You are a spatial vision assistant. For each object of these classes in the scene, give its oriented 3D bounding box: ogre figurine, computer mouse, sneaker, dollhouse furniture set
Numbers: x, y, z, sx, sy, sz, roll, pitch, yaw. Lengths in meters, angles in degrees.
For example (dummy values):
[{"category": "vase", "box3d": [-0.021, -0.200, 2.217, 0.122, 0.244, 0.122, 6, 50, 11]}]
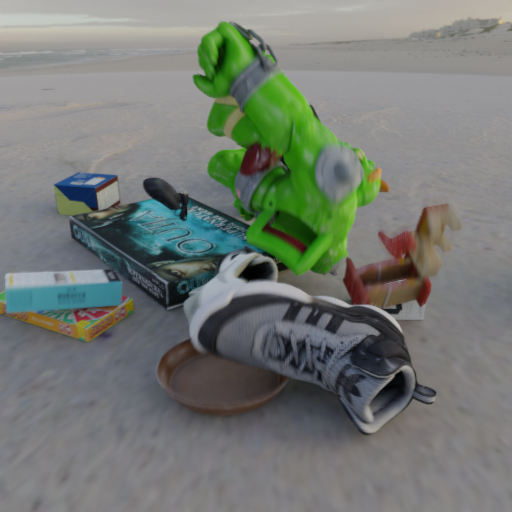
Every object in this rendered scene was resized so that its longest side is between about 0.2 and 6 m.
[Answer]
[{"category": "ogre figurine", "box3d": [0.457, -1.227, 9.176, 2.321, 4.730, 2.836, -32, 66, -31]}, {"category": "computer mouse", "box3d": [-1.773, -1.263, 11.375, 1.130, 0.298, 0.782, 32, 40, -33]}, {"category": "sneaker", "box3d": [-0.084, 0.382, 8.631, 1.173, 0.982, 2.650, -31, 9, 20]}, {"category": "dollhouse furniture set", "box3d": [2.010, 0.001, 8.114, 1.103, 2.050, 0.834, -11, 54, -9]}, {"category": "sneaker", "box3d": [0.748, 1.209, 6.753, 2.974, 1.122, 1.692, 9, 21, -19]}]

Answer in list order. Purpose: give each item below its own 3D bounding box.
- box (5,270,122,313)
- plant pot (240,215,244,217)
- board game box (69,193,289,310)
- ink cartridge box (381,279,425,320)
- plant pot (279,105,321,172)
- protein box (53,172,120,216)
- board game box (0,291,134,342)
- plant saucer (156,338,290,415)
[{"category": "box", "box3d": [-2.980, 0.528, 8.686, 1.666, 0.410, 0.686, -2, 16, -24]}, {"category": "plant pot", "box3d": [0.051, -1.533, 13.700, 1.090, 1.096, 0.994, -1, 31, -3]}, {"category": "board game box", "box3d": [-1.656, -0.303, 11.412, 2.828, 0.589, 4.180, -17, 29, -35]}, {"category": "ink cartridge box", "box3d": [2.160, 0.691, 9.304, 1.085, 0.449, 0.791, 0, 24, 0]}, {"category": "plant pot", "box3d": [0.939, -2.985, 15.413, 2.183, 1.941, 2.188, -7, 21, 13]}, {"category": "protein box", "box3d": [-4.196, -1.541, 14.006, 1.152, 0.783, 1.160, 6, 24, 13]}, {"category": "board game box", "box3d": [-3.291, 0.795, 9.291, 2.315, 0.347, 1.106, 9, 25, 26]}, {"category": "plant saucer", "box3d": [-0.418, 1.566, 7.423, 1.785, 0.307, 1.785, 0, 22, 0]}]
